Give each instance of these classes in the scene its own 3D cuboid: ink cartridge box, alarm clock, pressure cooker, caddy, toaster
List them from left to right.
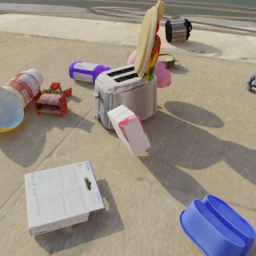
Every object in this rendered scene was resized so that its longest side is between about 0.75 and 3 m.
[{"bbox_3d":[-1.830,1.880,7.933,1.983,0.429,1.947,-10,38,-16],"label":"ink cartridge box"},{"bbox_3d":[0.010,0.026,8.802,0.647,1.115,1.510,-28,27,-8],"label":"ink cartridge box"},{"bbox_3d":[0.022,-1.257,10.890,2.942,1.900,1.672,-19,42,-24],"label":"toaster"},{"bbox_3d":[1.865,-3.591,15.172,1.579,0.526,1.065,-11,39,-18],"label":"alarm clock"},{"bbox_3d":[3.275,-6.236,17.934,1.644,1.468,1.446,-7,33,-3],"label":"pressure cooker"},{"bbox_3d":[2.086,2.482,6.710,1.288,0.957,1.823,-4,34,-41],"label":"caddy"}]

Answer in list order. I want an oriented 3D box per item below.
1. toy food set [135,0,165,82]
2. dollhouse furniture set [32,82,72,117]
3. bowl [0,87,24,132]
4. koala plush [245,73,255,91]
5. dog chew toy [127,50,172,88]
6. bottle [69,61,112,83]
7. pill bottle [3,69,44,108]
[{"bbox_3d":[0.727,-2.915,9.638,0.593,2.411,2.436,9,50,-8],"label":"toy food set"},{"bbox_3d":[-3.064,-1.447,11.981,1.184,0.895,2.201,4,37,5],"label":"dollhouse furniture set"},{"bbox_3d":[-5.043,-0.572,10.534,1.012,1.882,1.882,-33,22,33],"label":"bowl"},{"bbox_3d":[6.014,-1.866,12.587,1.011,1.048,1.140,0,49,1],"label":"koala plush"},{"bbox_3d":[0.980,-2.460,11.923,2.092,1.303,1.303,40,50,19],"label":"dog chew toy"},{"bbox_3d":[-1.574,-2.655,13.649,2.538,0.829,1.060,12,33,15],"label":"bottle"},{"bbox_3d":[-4.529,-1.711,12.106,1.180,1.180,2.103,8,38,11],"label":"pill bottle"}]
